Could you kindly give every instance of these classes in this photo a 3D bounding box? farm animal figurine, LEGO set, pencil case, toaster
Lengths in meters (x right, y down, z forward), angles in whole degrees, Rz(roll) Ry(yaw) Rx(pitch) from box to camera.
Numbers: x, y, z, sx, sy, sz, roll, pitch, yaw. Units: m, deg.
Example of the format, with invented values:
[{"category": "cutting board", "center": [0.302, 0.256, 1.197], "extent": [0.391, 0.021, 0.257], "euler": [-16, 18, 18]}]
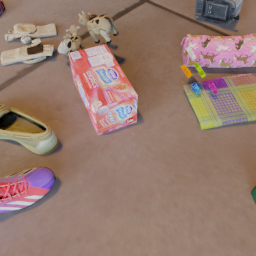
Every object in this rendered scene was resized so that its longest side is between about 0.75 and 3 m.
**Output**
[{"category": "farm animal figurine", "center": [-1.588, -3.350, 9.815], "extent": [2.202, 1.107, 1.778], "euler": [-30, 39, 4]}, {"category": "LEGO set", "center": [2.218, -1.743, 9.153], "extent": [0.656, 0.706, 1.721], "euler": [-31, 91, 20]}, {"category": "pencil case", "center": [3.343, -2.791, 10.083], "extent": [2.780, 1.151, 1.203], "euler": [-1, 29, 0]}, {"category": "toaster", "center": [3.966, -5.224, 11.892], "extent": [2.064, 1.173, 1.333], "euler": [23, 53, 26]}]

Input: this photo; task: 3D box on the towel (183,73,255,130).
[{"category": "towel", "center": [3.372, -0.909, 9.169], "extent": [2.739, 0.312, 1.967], "euler": [-10, 54, -7]}]

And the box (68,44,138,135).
[{"category": "box", "center": [-0.814, -1.287, 8.841], "extent": [1.361, 1.256, 2.653], "euler": [-19, 55, -14]}]

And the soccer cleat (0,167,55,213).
[{"category": "soccer cleat", "center": [-3.070, 1.565, 6.601], "extent": [2.727, 0.998, 0.930], "euler": [-16, 72, -18]}]

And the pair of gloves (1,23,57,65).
[{"category": "pair of gloves", "center": [-3.880, -3.436, 11.029], "extent": [2.070, 0.427, 2.435], "euler": [-6, 52, -4]}]

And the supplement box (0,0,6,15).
[{"category": "supplement box", "center": [-5.960, -5.236, 12.386], "extent": [0.578, 0.449, 1.048], "euler": [9, 53, 7]}]

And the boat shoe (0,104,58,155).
[{"category": "boat shoe", "center": [-3.388, -0.143, 8.183], "extent": [2.896, 0.911, 1.056], "euler": [24, 56, 17]}]

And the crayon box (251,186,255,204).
[{"category": "crayon box", "center": [4.212, 2.413, 6.372], "extent": [1.662, 0.682, 2.644], "euler": [-7, 53, -6]}]
